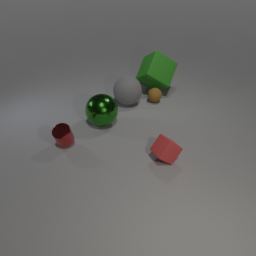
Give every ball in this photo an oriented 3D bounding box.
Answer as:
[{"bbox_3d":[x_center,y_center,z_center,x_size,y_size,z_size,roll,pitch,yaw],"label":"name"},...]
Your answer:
[{"bbox_3d":[-0.024,-1.821,13.650,1.400,1.400,1.400,0,31,0],"label":"ball"},{"bbox_3d":[-1.122,-0.762,11.957,1.400,1.400,1.400,0,31,0],"label":"ball"},{"bbox_3d":[1.341,-1.662,14.041,0.700,0.700,0.700,0,31,0],"label":"ball"}]

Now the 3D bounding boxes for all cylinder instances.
[{"bbox_3d":[-2.441,0.278,10.579,0.700,0.700,0.700,-2,58,4],"label":"cylinder"}]

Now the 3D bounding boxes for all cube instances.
[{"bbox_3d":[1.485,-2.976,14.705,1.400,1.400,1.400,25,-10,-22],"label":"cube"},{"bbox_3d":[1.341,0.747,9.865,0.700,0.700,0.700,28,10,-37],"label":"cube"}]
